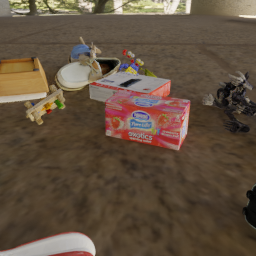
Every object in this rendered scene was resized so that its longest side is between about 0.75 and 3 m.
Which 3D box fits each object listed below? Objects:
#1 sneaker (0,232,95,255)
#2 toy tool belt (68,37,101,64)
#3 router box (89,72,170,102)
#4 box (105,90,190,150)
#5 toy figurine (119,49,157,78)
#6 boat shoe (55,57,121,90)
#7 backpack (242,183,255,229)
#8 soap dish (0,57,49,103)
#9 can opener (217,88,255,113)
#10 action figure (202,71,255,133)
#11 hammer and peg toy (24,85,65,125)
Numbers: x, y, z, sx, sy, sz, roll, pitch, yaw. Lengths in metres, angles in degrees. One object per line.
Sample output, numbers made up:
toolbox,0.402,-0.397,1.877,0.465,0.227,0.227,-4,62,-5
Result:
sneaker,-1.444,2.099,2.746,2.809,1.101,1.623,-13,28,-22
toy tool belt,-1.995,-3.269,12.897,1.544,1.519,2.472,-8,28,-16
router box,0.092,-1.428,10.302,2.285,0.558,2.051,15,31,28
box,0.501,-0.260,7.449,2.083,1.038,0.994,11,29,20
toy figurine,0.198,-2.340,12.069,1.864,1.116,0.983,37,-3,-20
boat shoe,-1.528,-2.338,11.210,2.977,1.112,1.018,-29,2,-44
backpack,2.511,1.349,4.311,0.857,1.010,1.138,-19,36,-24
soap dish,-4.215,-1.931,10.750,2.062,1.064,2.620,-8,29,-16
can opener,3.646,-0.930,9.353,0.663,0.535,1.687,-13,29,-25
action figure,3.149,-0.987,8.502,1.257,1.464,2.463,28,32,-14
hammer and peg toy,-2.397,-0.575,8.169,1.170,0.561,1.591,-38,1,-16
